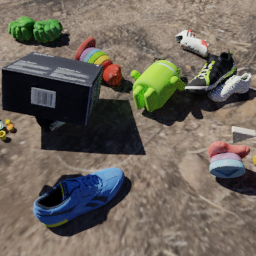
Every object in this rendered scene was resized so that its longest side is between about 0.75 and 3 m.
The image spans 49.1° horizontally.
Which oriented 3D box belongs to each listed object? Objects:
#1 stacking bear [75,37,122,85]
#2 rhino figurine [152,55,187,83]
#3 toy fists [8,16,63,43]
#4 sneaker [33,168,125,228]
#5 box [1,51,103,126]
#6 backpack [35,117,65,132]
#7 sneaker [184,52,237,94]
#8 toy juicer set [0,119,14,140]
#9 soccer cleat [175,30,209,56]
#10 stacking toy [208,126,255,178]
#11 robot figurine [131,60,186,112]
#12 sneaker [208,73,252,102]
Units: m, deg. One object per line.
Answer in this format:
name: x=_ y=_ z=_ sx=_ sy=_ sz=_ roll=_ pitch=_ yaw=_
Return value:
stacking bear: x=-1.097 y=-2.571 z=11.627 sx=2.109 sy=1.281 sz=1.199 roll=39 pitch=68 yaw=21
rhino figurine: x=1.823 y=-2.401 z=11.778 sx=0.866 sy=0.592 sz=1.980 roll=-17 pitch=53 yaw=-20
toy fists: x=-4.555 y=-4.842 z=13.744 sx=2.615 sy=0.899 sz=1.333 roll=8 pitch=50 yaw=6
sneaker: x=-1.264 y=1.752 z=7.800 sx=2.739 sy=1.074 sz=0.903 roll=-24 pitch=51 yaw=-22
box: x=-2.426 y=-1.435 z=9.594 sx=2.759 sy=1.436 sz=2.512 roll=12 pitch=27 yaw=-1
backpack: x=-2.664 y=-0.347 z=9.926 sx=1.007 sy=0.637 sz=0.840 roll=-35 pitch=68 yaw=-29
sneaker: x=3.204 y=-2.265 z=11.079 sx=2.917 sy=1.208 sz=1.046 roll=-31 pitch=24 yaw=-31
toy juicer set: x=-4.594 y=-0.127 z=9.929 sx=1.244 sy=0.339 sz=0.791 roll=26 pitch=54 yaw=22
soccer cleat: x=2.974 y=-3.902 z=13.066 sx=0.917 sy=0.739 sz=2.153 roll=-20 pitch=48 yaw=-8
stacking toy: x=3.565 y=0.961 z=7.868 sx=2.377 sy=2.152 sz=1.004 roll=5 pitch=60 yaw=3
robot figurine: x=1.101 y=-1.636 z=10.590 sx=2.032 sy=1.340 sz=2.317 roll=14 pitch=49 yaw=35
sneaker: x=3.989 y=-1.650 z=10.992 sx=1.972 sy=0.790 sz=0.694 roll=-22 pitch=54 yaw=-17
